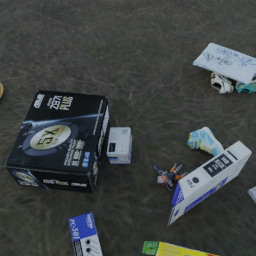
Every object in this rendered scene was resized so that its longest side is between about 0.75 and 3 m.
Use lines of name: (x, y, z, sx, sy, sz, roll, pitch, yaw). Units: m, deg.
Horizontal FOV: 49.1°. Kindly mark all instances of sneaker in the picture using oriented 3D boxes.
sneaker: (4.549, -1.474, 10.269, 1.163, 0.451, 0.463, -1, 73, 5)
sneaker: (2.337, 0.582, 8.637, 0.855, 0.521, 1.309, -14, 46, -12)
sneaker: (3.294, -1.822, 10.393, 0.600, 0.502, 1.355, -15, 55, -14)

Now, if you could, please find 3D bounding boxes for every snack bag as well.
snack bag: (3.859, -2.465, 10.719, 2.217, 0.252, 2.352, 26, 43, 16)

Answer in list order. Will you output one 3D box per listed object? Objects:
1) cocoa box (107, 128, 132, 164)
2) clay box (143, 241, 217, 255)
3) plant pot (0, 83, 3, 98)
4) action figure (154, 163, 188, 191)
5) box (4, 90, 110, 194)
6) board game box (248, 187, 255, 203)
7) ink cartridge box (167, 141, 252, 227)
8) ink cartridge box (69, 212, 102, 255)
cocoa box: (-0.243, 0.544, 8.547, 0.640, 0.629, 0.959, -1, 53, 9)
clay box: (1.405, 3.137, 6.267, 2.237, 1.285, 0.532, 9, 54, 8)
plant pot: (-5.255, -1.202, 10.129, 1.502, 0.206, 1.502, 0, 54, 1)
action figure: (1.174, 1.302, 8.139, 0.890, 0.481, 0.921, -26, 57, -28)
box: (-1.905, 0.325, 8.374, 2.292, 1.205, 2.799, 6, 54, 5)
board game box: (4.028, 1.972, 7.797, 0.953, 0.196, 0.950, -19, 56, -13)
ink cartridge box: (2.006, 1.470, 7.457, 2.703, 1.344, 0.530, -29, 58, -21)
ink cartridge box: (-1.056, 2.880, 7.069, 0.631, 0.297, 1.343, -14, 55, -11)
